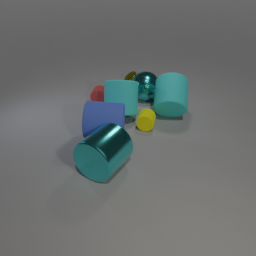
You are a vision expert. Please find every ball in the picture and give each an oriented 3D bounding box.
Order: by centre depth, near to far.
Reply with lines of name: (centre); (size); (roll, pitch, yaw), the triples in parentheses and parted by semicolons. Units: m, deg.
ball: (0.847, -1.993, 13.378); (1.400, 1.400, 1.400); (0, 31, 0)

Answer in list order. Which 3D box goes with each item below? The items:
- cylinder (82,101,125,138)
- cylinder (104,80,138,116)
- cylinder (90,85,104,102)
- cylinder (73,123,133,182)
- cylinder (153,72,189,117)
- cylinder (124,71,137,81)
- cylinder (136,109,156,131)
cylinder: (-0.850, -0.248, 10.212); (1.400, 1.400, 1.400); (4, 31, 2)
cylinder: (-0.294, -1.241, 11.713); (1.400, 1.400, 1.400); (1, 4, 0)
cylinder: (-1.367, -1.575, 13.184); (0.700, 0.700, 0.700); (3, 27, 4)
cylinder: (-0.762, 0.744, 8.847); (1.400, 1.400, 1.400); (17, 35, 26)
cylinder: (1.823, -1.374, 11.808); (1.400, 1.400, 1.400); (4, 66, 7)
cylinder: (0.283, -2.412, 14.327); (0.700, 0.700, 0.700); (-28, 35, 22)
cylinder: (0.734, -0.328, 11.307); (0.700, 0.700, 0.700); (6, 32, 10)
